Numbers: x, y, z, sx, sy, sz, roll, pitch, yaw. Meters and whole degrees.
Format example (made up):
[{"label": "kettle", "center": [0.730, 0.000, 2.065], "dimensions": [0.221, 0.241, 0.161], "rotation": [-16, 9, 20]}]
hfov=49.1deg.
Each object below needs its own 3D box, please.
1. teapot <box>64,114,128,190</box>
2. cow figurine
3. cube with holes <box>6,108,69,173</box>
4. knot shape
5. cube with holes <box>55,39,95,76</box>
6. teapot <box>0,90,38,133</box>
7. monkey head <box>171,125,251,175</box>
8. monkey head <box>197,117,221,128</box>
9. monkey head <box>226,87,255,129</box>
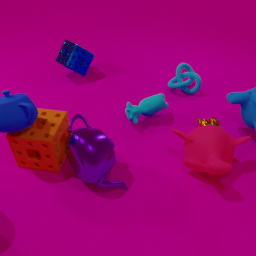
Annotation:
[{"label": "teapot", "center": [-0.732, 0.607, 6.246], "dimensions": [1.013, 1.286, 2.069], "rotation": [-26, 82, -26]}, {"label": "cow figurine", "center": [0.494, -0.559, 7.742], "dimensions": [1.118, 0.614, 1.100], "rotation": [-22, 0, 27]}, {"label": "cube with holes", "center": [-2.059, 0.273, 6.737], "dimensions": [1.046, 1.046, 1.046], "rotation": [7, 42, 8]}, {"label": "knot shape", "center": [1.757, -1.526, 9.007], "dimensions": [0.984, 0.486, 1.051], "rotation": [-22, 67, 3]}, {"label": "cube with holes", "center": [-1.802, -2.387, 9.523], "dimensions": [0.815, 0.815, 0.815], "rotation": [19, 11, -45]}, {"label": "teapot", "center": [-2.524, -0.407, 5.980], "dimensions": [1.660, 0.813, 1.032], "rotation": [8, 27, 35]}, {"label": "monkey head", "center": [1.869, 0.469, 6.208], "dimensions": [1.835, 1.106, 1.320], "rotation": [6, -3, -2]}, {"label": "monkey head", "center": [2.002, 0.054, 7.177], "dimensions": [0.756, 0.633, 1.051], "rotation": [16, 51, -33]}, {"label": "monkey head", "center": [3.175, -0.471, 7.212], "dimensions": [1.267, 1.061, 1.761], "rotation": [-2, 29, 6]}]
